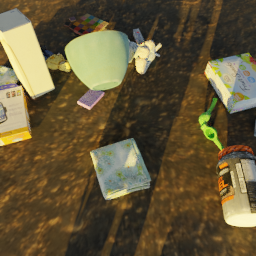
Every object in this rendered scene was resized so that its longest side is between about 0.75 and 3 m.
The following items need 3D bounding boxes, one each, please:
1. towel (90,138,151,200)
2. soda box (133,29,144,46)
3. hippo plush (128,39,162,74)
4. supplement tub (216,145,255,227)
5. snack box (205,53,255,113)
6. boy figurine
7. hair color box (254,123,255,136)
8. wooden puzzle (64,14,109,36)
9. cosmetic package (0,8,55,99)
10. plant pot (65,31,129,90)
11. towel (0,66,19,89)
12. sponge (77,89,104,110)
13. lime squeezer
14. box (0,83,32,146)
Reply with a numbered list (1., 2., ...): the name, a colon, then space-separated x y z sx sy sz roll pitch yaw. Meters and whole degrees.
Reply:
1. towel: -0.270 1.368 9.595 1.655 0.466 1.934 -15 58 -11
2. soda box: 0.507 -4.335 13.403 0.288 0.310 0.909 -14 58 -9
3. hippo plush: 0.436 -3.381 12.140 1.405 1.392 1.747 29 62 17
4. supplement tub: 3.569 1.782 8.771 1.394 1.394 2.276 1 56 1
5. snack box: 4.590 -1.894 11.518 1.968 0.790 2.334 -13 57 -10
6. boy figurine: -3.279 -2.972 12.355 1.732 0.558 1.077 34 53 21
7. hair color box: 5.629 0.085 10.412 1.624 0.492 0.804 16 58 11
8. wooden puzzle: -1.960 -5.077 13.974 2.339 0.164 1.387 31 62 18
9. cosmetic package: -3.928 -2.751 10.685 1.074 2.939 1.521 -31 51 -19
10. plant pot: -1.060 -2.478 11.137 2.552 2.552 1.719 -12 86 -8
11. towel: -5.264 -2.144 11.985 1.228 0.296 1.051 19 60 12
12. sponge: -1.494 -1.222 11.363 0.599 0.160 1.074 27 52 13
13. lime squeezer: 3.215 0.012 10.567 1.031 0.551 2.919 16 51 -29
14. box: -4.722 -0.590 10.849 1.573 0.548 2.642 -15 56 -9
